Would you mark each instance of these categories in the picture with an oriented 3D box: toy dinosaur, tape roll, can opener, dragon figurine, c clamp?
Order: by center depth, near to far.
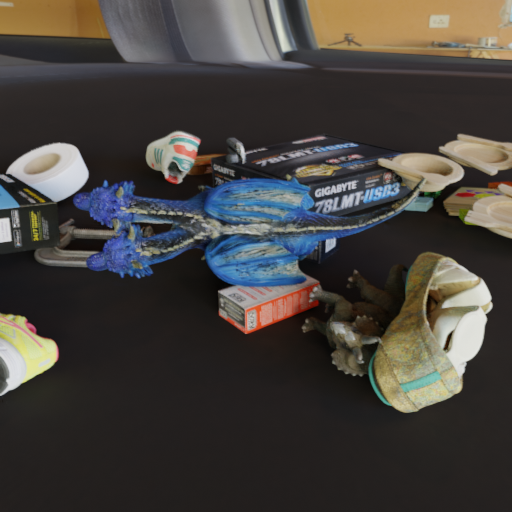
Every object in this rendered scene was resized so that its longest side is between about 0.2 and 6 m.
[{"bbox_3d":[1.190,0.681,5.975,1.053,0.792,2.059,34,31,31],"label":"toy dinosaur"},{"bbox_3d":[0.026,-0.341,6.897,4.258,1.253,2.117,1,10,6],"label":"dragon figurine"},{"bbox_3d":[-2.384,-0.252,8.493,2.043,0.277,1.745,5,23,13],"label":"c clamp"},{"bbox_3d":[-3.971,-1.562,10.675,1.432,0.501,1.432,-9,41,8],"label":"tape roll"},{"bbox_3d":[-0.463,-2.040,10.859,0.415,0.331,1.242,-11,22,-11],"label":"can opener"}]

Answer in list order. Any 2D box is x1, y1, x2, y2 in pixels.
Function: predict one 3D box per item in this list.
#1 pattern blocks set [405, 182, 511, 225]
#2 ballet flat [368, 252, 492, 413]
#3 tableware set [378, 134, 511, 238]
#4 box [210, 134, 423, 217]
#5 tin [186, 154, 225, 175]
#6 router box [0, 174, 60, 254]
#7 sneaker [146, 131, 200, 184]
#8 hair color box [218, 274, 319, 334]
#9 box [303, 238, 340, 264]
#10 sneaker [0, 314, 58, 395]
[{"bbox_3d":[4.296,-0.929,9.974,2.888,0.234,2.538,14,26,40],"label":"pattern blocks set"},{"bbox_3d":[1.908,0.590,5.640,0.923,0.923,2.613,11,28,24],"label":"ballet flat"},{"bbox_3d":[4.206,-1.382,9.706,3.755,0.436,3.137,-27,42,-37],"label":"tableware set"},{"bbox_3d":[1.194,-1.633,10.986,3.097,0.770,3.074,-17,28,-30],"label":"box"},{"bbox_3d":[-1.146,-2.102,12.852,1.395,0.292,0.781,-11,30,-25],"label":"tin"},{"bbox_3d":[-4.450,-0.637,8.440,2.137,0.732,2.866,-11,21,-34],"label":"router box"},{"bbox_3d":[-1.887,-1.967,11.949,0.695,0.924,1.975,18,-16,-32],"label":"sneaker"},{"bbox_3d":[0.158,0.502,6.634,1.109,0.340,0.563,-16,28,-33],"label":"hair color box"},{"bbox_3d":[0.705,-0.306,8.351,0.924,0.482,0.684,15,28,29],"label":"box"},{"bbox_3d":[-2.656,0.842,5.605,1.725,0.674,0.779,22,22,32],"label":"sneaker"}]
